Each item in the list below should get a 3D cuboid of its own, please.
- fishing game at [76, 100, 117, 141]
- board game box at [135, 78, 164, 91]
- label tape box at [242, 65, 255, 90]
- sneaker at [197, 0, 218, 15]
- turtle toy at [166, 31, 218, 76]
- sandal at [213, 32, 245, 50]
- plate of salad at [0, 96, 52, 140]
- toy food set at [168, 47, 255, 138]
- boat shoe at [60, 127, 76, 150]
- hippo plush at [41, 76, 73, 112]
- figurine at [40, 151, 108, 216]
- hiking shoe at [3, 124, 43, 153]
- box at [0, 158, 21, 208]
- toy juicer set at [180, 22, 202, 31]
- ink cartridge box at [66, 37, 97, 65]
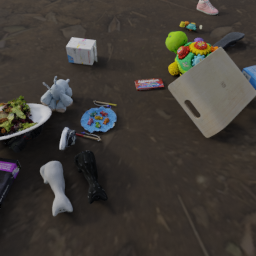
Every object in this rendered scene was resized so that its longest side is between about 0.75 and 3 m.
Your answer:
[{"bbox_3d":[-0.909,-0.294,8.662,1.136,0.247,1.586,13,50,15],"label":"fishing game"},{"bbox_3d":[0.747,-1.544,9.856,0.953,0.093,0.490,-6,48,-5],"label":"board game box"},{"bbox_3d":[4.808,-1.845,9.916,1.257,0.416,0.901,-15,50,-17],"label":"label tape box"},{"bbox_3d":[3.808,-5.785,13.289,1.086,0.568,0.409,31,53,23],"label":"sneaker"},{"bbox_3d":[2.295,-2.616,10.061,1.711,1.187,2.348,-34,57,-26],"label":"turtle toy"},{"bbox_3d":[4.095,-3.509,11.493,1.522,0.326,0.579,-30,48,-12],"label":"sandal"},{"bbox_3d":[-3.491,-0.323,7.954,2.558,0.614,2.558,-4,25,2],"label":"plate of salad"},{"bbox_3d":[2.709,-1.197,8.793,2.714,0.820,1.948,-38,90,-31],"label":"toy food set"},{"bbox_3d":[-1.619,0.301,7.683,0.400,0.424,1.181,12,13,-9],"label":"boat shoe"},{"bbox_3d":[-2.280,-1.138,8.997,0.918,1.152,0.926,-22,28,13],"label":"hippo plush"},{"bbox_3d":[-1.342,1.402,6.972,1.420,0.611,1.385,-17,55,-13],"label":"figurine"},{"bbox_3d":[-3.017,0.133,8.126,0.609,0.458,1.209,28,55,19],"label":"hiking shoe"},{"bbox_3d":[-3.881,1.682,6.725,1.689,0.426,2.363,7,48,4],"label":"box"},{"bbox_3d":[2.853,-4.437,12.328,1.040,0.283,0.662,27,36,26],"label":"toy juicer set"},{"bbox_3d":[-1.674,-2.905,10.648,1.097,0.705,0.687,9,48,7],"label":"ink cartridge box"}]
